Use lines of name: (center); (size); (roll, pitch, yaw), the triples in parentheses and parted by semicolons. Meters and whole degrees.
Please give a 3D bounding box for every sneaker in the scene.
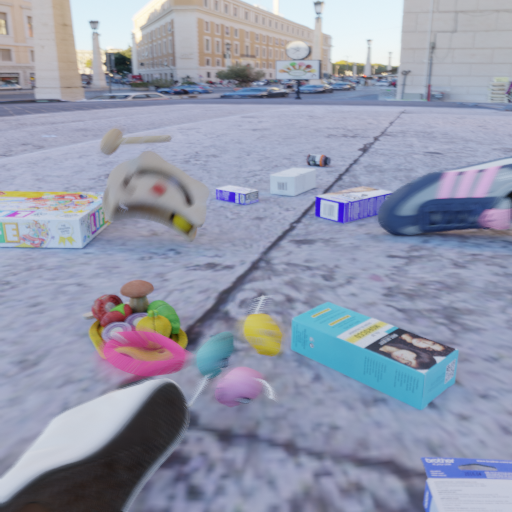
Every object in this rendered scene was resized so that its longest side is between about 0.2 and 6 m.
sneaker: (-1.319, 1.568, 3.754); (0.863, 0.742, 2.038); (-15, 10, 33)
sneaker: (3.620, -0.860, 9.487); (2.998, 1.052, 1.230); (-17, 37, 7)

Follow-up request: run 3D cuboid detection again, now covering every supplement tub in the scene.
supplement tub: (1.865, -2.834, 16.653); (0.686, 0.367, 0.367); (11, 22, 29)

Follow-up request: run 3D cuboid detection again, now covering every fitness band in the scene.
fitness band: (-0.996, 0.874, 5.056); (0.562, 0.146, 0.782); (31, 15, 37)

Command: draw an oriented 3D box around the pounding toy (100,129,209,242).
pounding toy: (-1.699, -1.135, 8.947); (2.116, 1.214, 1.210); (32, 55, -6)

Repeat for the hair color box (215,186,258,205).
hair color box: (-0.428, -1.364, 12.547); (0.879, 0.285, 0.480); (13, 22, 38)

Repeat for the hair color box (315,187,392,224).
hair color box: (1.987, -1.055, 11.383); (1.461, 0.473, 0.798); (-14, 23, -38)

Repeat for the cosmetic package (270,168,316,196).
cosmetic package: (0.902, -1.792, 13.454); (0.676, 0.486, 1.198); (8, 22, 28)

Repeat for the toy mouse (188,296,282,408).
toy mouse: (-0.248, 0.923, 4.777); (1.052, 0.229, 1.183); (-38, 33, 7)

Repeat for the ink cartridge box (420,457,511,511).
ink cartridge box: (1.549, 1.793, 3.471); (0.794, 0.279, 1.331); (0, 22, 1)

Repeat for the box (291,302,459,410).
box: (1.149, 0.954, 5.695); (1.594, 0.392, 0.656); (18, 26, 42)

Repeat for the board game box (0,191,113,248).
board game box: (-4.348, -0.715, 10.268); (3.077, 0.527, 2.068); (1, 19, 3)

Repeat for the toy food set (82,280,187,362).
toy food set: (-1.413, 0.641, 6.362); (0.975, 0.541, 1.657); (-11, 22, -28)
